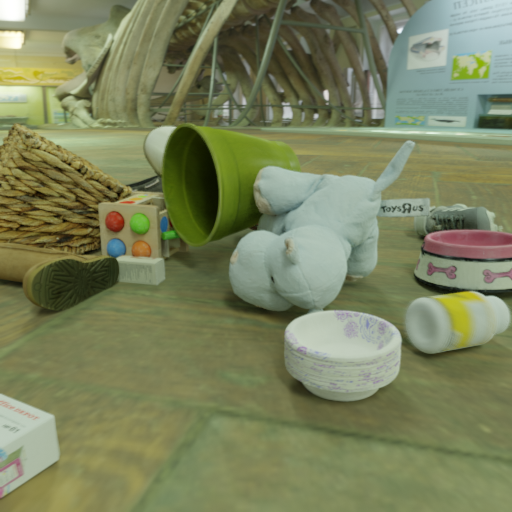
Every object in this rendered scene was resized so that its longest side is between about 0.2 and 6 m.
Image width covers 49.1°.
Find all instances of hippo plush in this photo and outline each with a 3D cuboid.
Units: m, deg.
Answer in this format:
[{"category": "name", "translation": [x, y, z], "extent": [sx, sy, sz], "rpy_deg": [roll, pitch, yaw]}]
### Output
[{"category": "hippo plush", "translation": [0.888, 0.051, 7.910], "extent": [2.760, 2.198, 2.219], "rpy_deg": [-2, 42, 33]}]

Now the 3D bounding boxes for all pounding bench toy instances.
[{"category": "pounding bench toy", "translation": [-1.730, -0.456, 10.086], "extent": [1.791, 1.113, 1.397], "rpy_deg": [5, 17, 16]}]

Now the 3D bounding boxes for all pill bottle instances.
[{"category": "pill bottle", "translation": [2.409, 0.766, 6.645], "extent": [1.161, 0.650, 0.650], "rpy_deg": [-4, 16, -27]}]

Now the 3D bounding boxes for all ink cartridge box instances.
[{"category": "ink cartridge box", "translation": [-2.218, 1.571, 4.372], "extent": [0.773, 0.453, 1.069], "rpy_deg": [9, 18, 30]}]

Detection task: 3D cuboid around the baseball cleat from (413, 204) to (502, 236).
[{"category": "baseball cleat", "translation": [3.888, -0.539, 11.137], "extent": [1.358, 0.890, 2.552], "rpy_deg": [-4, 6, 8]}]

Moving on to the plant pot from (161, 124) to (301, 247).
[{"category": "plant pot", "translation": [-0.319, -1.254, 9.528], "extent": [1.900, 1.973, 1.973], "rpy_deg": [-10, 19, -34]}]

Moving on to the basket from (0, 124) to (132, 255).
[{"category": "basket", "translation": [-4.310, -0.886, 11.528], "extent": [2.572, 2.685, 3.604], "rpy_deg": [29, 0, -31]}]

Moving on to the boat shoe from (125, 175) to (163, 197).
[{"category": "boat shoe", "translation": [-3.597, -1.751, 15.185], "extent": [2.475, 0.705, 0.827], "rpy_deg": [-14, 21, -39]}]

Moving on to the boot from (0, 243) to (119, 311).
[{"category": "boot", "translation": [-3.502, 0.248, 8.525], "extent": [2.191, 0.725, 1.919], "rpy_deg": [8, 5, 21]}]

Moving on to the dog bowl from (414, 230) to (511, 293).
[{"category": "dog bowl", "translation": [3.486, 0.032, 8.947], "extent": [1.852, 0.683, 1.852], "rpy_deg": [-1, 11, 0]}]

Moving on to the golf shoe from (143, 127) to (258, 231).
[{"category": "golf shoe", "translation": [-0.580, -1.586, 11.166], "extent": [3.430, 1.245, 1.579], "rpy_deg": [27, -6, -21]}]

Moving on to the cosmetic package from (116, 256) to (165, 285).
[{"category": "cosmetic package", "translation": [-1.889, 0.228, 9.065], "extent": [0.749, 0.387, 0.327], "rpy_deg": [6, 17, 15]}]

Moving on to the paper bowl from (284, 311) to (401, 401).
[{"category": "paper bowl", "translation": [0.884, 1.059, 5.814], "extent": [1.187, 0.617, 1.187], "rpy_deg": [0, 16, 0]}]
